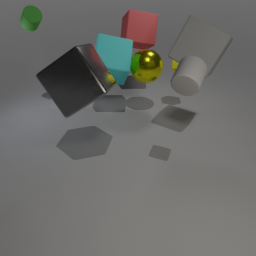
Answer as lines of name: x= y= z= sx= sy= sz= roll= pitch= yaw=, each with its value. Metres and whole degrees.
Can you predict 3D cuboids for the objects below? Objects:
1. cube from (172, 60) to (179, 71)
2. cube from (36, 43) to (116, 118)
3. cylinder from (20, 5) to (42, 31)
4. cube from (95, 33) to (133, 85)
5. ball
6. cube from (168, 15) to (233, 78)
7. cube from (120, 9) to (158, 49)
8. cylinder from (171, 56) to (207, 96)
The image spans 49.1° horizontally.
cube: x=2.345 y=-2.750 z=11.865 sx=0.700 sy=0.700 sz=0.700 roll=3 pitch=-6 yaw=36
cube: x=-1.374 y=-1.354 z=7.825 sx=1.400 sy=1.400 sz=1.400 roll=-29 pitch=13 yaw=18
cylinder: x=-3.687 y=-4.156 z=10.642 sx=0.700 sy=0.700 sz=0.700 roll=-22 pitch=1 yaw=-32
cube: x=-0.679 y=-2.736 z=11.352 sx=1.400 sy=1.400 sz=1.400 roll=8 pitch=-14 yaw=-10
ball: x=0.762 y=-2.556 z=11.616 sx=1.400 sy=1.400 sz=1.400 roll=0 pitch=30 yaw=0
cube: x=2.362 y=-2.611 z=9.058 sx=1.400 sy=1.400 sz=1.400 roll=34 pitch=24 yaw=11
cube: x=0.481 y=-4.574 z=13.200 sx=1.400 sy=1.400 sz=1.400 roll=5 pitch=6 yaw=-14
cylinder: x=1.466 y=-1.251 z=6.743 sx=0.700 sy=0.700 sz=0.700 roll=14 pitch=58 yaw=22
